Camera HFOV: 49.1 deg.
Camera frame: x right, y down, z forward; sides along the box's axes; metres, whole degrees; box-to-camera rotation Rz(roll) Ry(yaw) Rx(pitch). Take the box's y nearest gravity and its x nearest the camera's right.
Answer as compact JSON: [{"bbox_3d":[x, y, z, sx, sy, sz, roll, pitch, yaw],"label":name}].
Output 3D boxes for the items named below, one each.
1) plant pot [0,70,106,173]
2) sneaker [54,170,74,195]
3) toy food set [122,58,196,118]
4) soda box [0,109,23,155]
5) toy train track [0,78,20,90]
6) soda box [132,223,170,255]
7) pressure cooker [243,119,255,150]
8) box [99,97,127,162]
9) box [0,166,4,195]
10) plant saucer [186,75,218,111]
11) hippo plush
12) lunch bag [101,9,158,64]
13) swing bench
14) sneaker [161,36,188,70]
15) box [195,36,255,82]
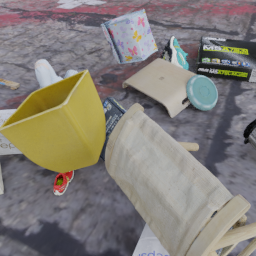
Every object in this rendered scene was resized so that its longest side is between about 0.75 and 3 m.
[{"bbox_3d":[-1.482,0.020,6.710,1.778,1.830,1.789,-18,29,20],"label":"plant pot"},{"bbox_3d":[-1.630,1.240,7.097,0.369,0.406,0.957,4,40,4],"label":"sneaker"},{"bbox_3d":[1.262,-1.520,10.337,1.848,0.778,2.576,-38,50,-22],"label":"toy food set"},{"bbox_3d":[-3.782,0.126,7.993,2.903,0.989,0.924,-4,40,-4],"label":"soda box"},{"bbox_3d":[-5.273,-1.802,10.904,2.248,0.366,1.289,15,34,9],"label":"toy train track"},{"bbox_3d":[0.248,2.905,4.705,0.811,0.873,2.557,16,41,18],"label":"soda box"},{"bbox_3d":[3.759,0.194,7.480,1.015,1.031,1.154,-6,47,-29],"label":"pressure cooker"},{"bbox_3d":[-0.486,0.061,7.502,1.123,1.424,0.363,44,24,17],"label":"box"},{"bbox_3d":[-4.274,1.037,6.545,2.204,1.409,1.201,-16,42,-18],"label":"box"},{"bbox_3d":[2.603,-1.250,9.664,1.304,0.179,1.304,6,75,-21],"label":"plant saucer"},{"bbox_3d":[-2.271,-1.595,9.654,1.572,1.558,1.956,-13,41,-14],"label":"hippo plush"},{"bbox_3d":[-0.087,-3.119,9.903,1.803,1.529,1.146,8,40,46],"label":"lunch bag"},{"bbox_3d":[1.020,1.223,5.149,2.588,1.679,2.574,28,14,-45],"label":"swing bench"},{"bbox_3d":[2.081,-3.184,12.315,1.001,0.974,2.513,19,39,-13],"label":"sneaker"},{"bbox_3d":[4.499,-3.018,12.063,2.957,0.703,2.856,10,43,11],"label":"box"}]
